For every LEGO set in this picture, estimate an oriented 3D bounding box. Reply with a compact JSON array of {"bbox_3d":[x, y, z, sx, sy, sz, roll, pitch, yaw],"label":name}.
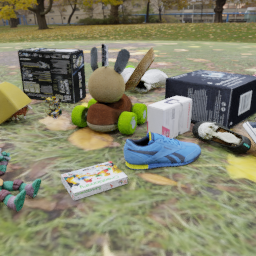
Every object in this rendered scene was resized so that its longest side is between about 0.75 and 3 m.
[{"bbox_3d":[-2.724,-0.669,9.990,0.635,0.826,0.478,14,31,13],"label":"LEGO set"}]

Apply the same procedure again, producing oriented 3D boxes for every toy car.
[{"bbox_3d":[-0.674,-1.490,10.398,2.390,2.910,2.296,9,23,21],"label":"toy car"}]

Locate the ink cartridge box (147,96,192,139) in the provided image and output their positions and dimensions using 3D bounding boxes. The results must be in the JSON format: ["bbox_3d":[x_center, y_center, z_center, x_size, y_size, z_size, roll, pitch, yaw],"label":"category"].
[{"bbox_3d":[1.467,-0.335,9.816,0.714,1.226,1.694,20,29,40],"label":"ink cartridge box"}]

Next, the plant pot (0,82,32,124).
[{"bbox_3d":[-4.839,-1.077,11.027,1.217,1.253,1.225,-31,15,18],"label":"plant pot"}]

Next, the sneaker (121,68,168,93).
[{"bbox_3d":[1.075,-2.482,15.703,2.981,1.162,1.481,-4,45,-24],"label":"sneaker"}]

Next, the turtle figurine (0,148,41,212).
[{"bbox_3d":[-3.118,1.194,6.372,1.990,1.002,1.490,18,36,7],"label":"turtle figurine"}]

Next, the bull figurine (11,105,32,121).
[{"bbox_3d":[-4.372,-0.627,11.472,0.892,0.541,0.290,-17,29,-37],"label":"bull figurine"}]

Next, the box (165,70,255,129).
[{"bbox_3d":[3.488,-1.319,11.676,2.881,1.692,2.834,18,28,40],"label":"box"}]

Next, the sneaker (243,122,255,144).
[{"bbox_3d":[4.225,0.344,8.307,0.889,0.878,2.238,-36,23,17],"label":"sneaker"}]

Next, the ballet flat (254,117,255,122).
[{"bbox_3d":[5.222,0.219,8.533,2.850,0.967,1.073,18,44,33],"label":"ballet flat"}]

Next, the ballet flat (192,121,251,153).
[{"bbox_3d":[2.909,0.173,9.062,2.132,0.725,0.729,20,-3,42],"label":"ballet flat"}]

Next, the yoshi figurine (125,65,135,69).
[{"bbox_3d":[0.074,-3.364,17.328,1.382,1.387,2.468,1,18,-12],"label":"yoshi figurine"}]

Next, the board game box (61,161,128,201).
[{"bbox_3d":[-0.849,1.295,7.077,1.437,0.249,0.907,-13,26,-28],"label":"board game box"}]

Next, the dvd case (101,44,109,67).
[{"bbox_3d":[-0.779,-2.465,9.523,0.118,0.718,0.956,1,14,3],"label":"dvd case"}]

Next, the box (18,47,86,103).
[{"bbox_3d":[-3.737,-2.674,14.005,2.988,2.447,1.287,7,23,18],"label":"box"}]

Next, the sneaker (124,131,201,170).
[{"bbox_3d":[1.051,0.563,8.035,2.388,0.936,0.787,-5,20,-15],"label":"sneaker"}]

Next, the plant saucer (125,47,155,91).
[{"bbox_3d":[0.504,-2.285,11.343,0.375,2.116,2.116,36,25,-2],"label":"plant saucer"}]
